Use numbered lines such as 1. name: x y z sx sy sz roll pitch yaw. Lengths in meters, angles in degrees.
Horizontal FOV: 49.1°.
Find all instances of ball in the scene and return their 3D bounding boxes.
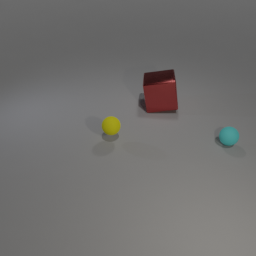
1. ball: -0.623 -0.083 10.356 0.700 0.700 0.700 0 33 0
2. ball: 3.707 0.296 10.276 0.700 0.700 0.700 0 33 0

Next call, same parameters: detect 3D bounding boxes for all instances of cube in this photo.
1. cube: 1.467 -1.674 12.632 1.400 1.400 1.400 -6 32 9
